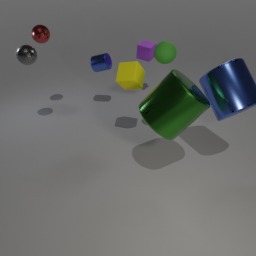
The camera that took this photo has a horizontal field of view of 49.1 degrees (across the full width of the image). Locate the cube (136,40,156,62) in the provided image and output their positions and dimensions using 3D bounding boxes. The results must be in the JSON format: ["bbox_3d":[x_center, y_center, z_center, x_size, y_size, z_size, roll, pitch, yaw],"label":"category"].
[{"bbox_3d":[0.877,-3.681,13.360,0.700,0.700,0.700,21,42,21],"label":"cube"}]

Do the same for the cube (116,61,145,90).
[{"bbox_3d":[0.095,-1.766,9.513,0.700,0.700,0.700,2,-16,27],"label":"cube"}]

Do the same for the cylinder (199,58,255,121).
[{"bbox_3d":[3.041,-1.114,8.320,1.400,1.400,1.400,-23,-8,-3],"label":"cylinder"}]

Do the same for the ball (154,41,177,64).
[{"bbox_3d":[1.163,-2.353,8.742,0.700,0.700,0.700,0,30,0],"label":"ball"}]

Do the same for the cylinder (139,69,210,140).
[{"bbox_3d":[1.252,-0.626,7.669,1.400,1.400,1.400,35,26,-20],"label":"cylinder"}]

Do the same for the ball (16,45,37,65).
[{"bbox_3d":[-3.570,-2.578,9.891,0.700,0.700,0.700,0,30,0],"label":"ball"}]

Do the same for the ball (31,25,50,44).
[{"bbox_3d":[-3.378,-3.636,10.853,0.700,0.700,0.700,0,30,0],"label":"ball"}]

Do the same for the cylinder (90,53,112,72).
[{"bbox_3d":[-1.142,-2.795,11.993,0.700,0.700,0.700,-6,27,23],"label":"cylinder"}]
